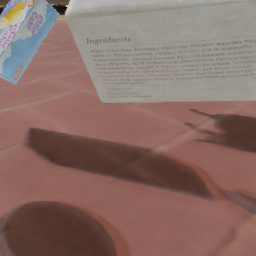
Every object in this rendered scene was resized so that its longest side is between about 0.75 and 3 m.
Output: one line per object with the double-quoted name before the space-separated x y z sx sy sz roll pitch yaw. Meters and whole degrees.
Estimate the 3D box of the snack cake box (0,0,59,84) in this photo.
"snack cake box" -3.074 -2.487 7.671 1.329 2.311 0.776 25 -7 38

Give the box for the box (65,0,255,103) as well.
"box" 0.837 -1.967 4.243 2.720 1.778 2.706 0 60 12
